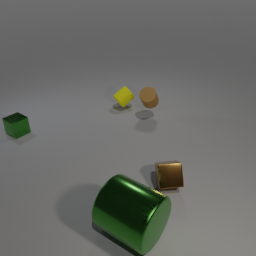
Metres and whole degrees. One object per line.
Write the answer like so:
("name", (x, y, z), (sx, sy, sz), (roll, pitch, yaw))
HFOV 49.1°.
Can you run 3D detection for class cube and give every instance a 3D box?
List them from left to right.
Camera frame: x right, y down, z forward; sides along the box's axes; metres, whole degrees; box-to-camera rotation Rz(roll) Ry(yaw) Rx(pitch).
("cube", (-4.364, -0.105, 10.979), (0.700, 0.700, 0.700), (22, 37, 32))
("cube", (1.194, 1.357, 8.214), (0.700, 0.700, 0.700), (-5, -1, -2))

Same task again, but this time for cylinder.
("cylinder", (-0.189, -1.418, 12.689), (0.700, 0.700, 0.700), (-41, 39, -2))
("cylinder", (0.102, 2.002, 6.673), (1.400, 1.400, 1.400), (21, 37, 29))
("cylinder", (0.875, -1.247, 11.515), (0.700, 0.700, 0.700), (-5, 71, 14))
